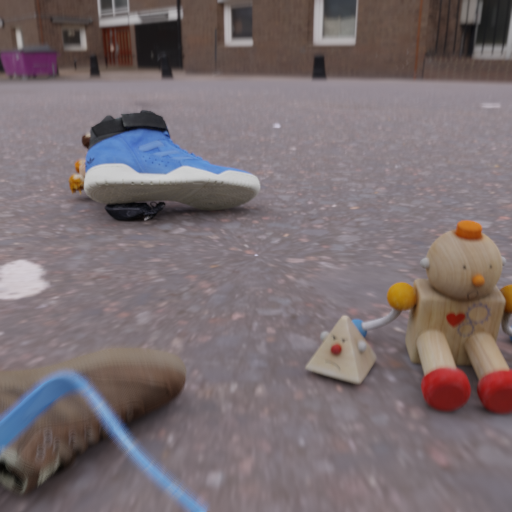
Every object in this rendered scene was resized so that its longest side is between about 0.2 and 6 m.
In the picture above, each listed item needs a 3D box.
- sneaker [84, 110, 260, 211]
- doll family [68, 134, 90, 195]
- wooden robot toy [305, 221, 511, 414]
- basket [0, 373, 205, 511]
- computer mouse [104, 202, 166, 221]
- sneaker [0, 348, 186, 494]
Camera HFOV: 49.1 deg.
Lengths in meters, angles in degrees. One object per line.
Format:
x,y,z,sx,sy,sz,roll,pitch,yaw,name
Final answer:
-1.489,-1.832,10.226,3.114,1.732,1.195,0,-23,-12,sneaker
-3.024,-1.702,11.481,1.542,1.120,2.484,-5,32,-13,doll family
2.095,0.451,5.166,3.263,1.480,1.437,0,21,2,wooden robot toy
-1.233,1.489,2.454,1.877,1.306,1.655,-43,39,-20,basket
-2.193,-0.767,9.986,1.046,0.276,0.724,3,23,12,computer mouse
-1.547,1.304,4.203,2.323,0.818,0.878,-1,54,-33,sneaker
